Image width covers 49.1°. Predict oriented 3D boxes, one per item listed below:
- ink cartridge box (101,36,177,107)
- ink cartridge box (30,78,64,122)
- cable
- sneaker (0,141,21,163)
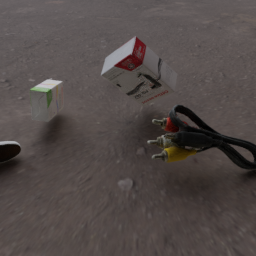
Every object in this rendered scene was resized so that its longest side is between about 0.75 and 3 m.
[{"bbox_3d":[0.360,-1.594,8.391,1.371,1.868,0.774,-24,44,43],"label":"ink cartridge box"},{"bbox_3d":[-2.353,-0.903,8.471,0.530,0.923,1.576,6,24,5],"label":"ink cartridge box"},{"bbox_3d":[1.931,0.297,6.944,2.899,0.730,1.408,11,66,-16],"label":"cable"},{"bbox_3d":[-3.597,0.564,7.130,1.617,0.589,0.684,-14,37,-21],"label":"sneaker"}]
